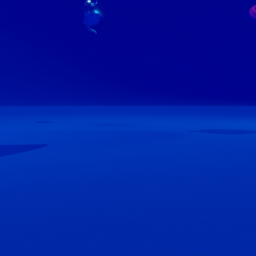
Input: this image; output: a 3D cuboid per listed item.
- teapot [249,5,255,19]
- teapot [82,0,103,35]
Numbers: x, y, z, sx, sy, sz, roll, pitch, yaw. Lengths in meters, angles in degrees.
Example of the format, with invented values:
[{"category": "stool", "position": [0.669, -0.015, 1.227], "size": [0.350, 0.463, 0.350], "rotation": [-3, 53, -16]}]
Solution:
[{"category": "teapot", "position": [3.664, -2.711, 6.059], "size": [2.088, 1.022, 1.298], "rotation": [-16, -28, -2]}, {"category": "teapot", "position": [-1.167, -3.721, 9.253], "size": [0.641, 1.308, 0.814], "rotation": [0, 29, -19]}]
